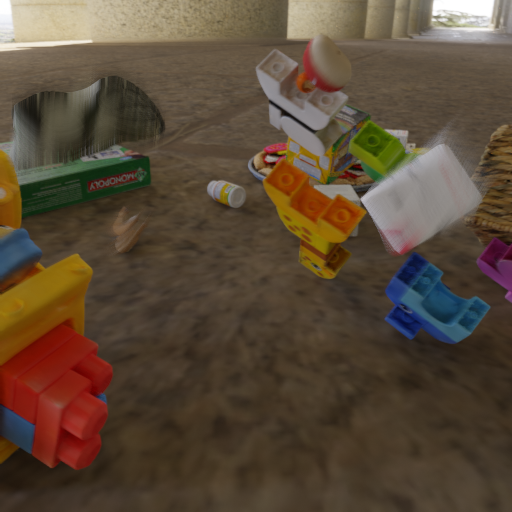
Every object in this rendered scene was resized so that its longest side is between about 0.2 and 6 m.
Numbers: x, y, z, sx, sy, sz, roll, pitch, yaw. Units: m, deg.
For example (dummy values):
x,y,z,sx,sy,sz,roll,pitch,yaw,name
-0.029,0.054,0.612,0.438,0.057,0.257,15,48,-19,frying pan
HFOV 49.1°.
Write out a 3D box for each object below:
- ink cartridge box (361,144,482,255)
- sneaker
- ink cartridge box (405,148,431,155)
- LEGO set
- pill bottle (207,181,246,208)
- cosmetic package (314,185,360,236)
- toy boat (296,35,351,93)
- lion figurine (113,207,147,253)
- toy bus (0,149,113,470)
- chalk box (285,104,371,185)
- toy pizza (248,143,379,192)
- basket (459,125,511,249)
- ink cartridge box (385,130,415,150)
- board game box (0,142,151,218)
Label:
x,y,z,sx,sy,sz,roll,pitch,yaw,name
1.743,-0.602,5.972,1.011,0.736,0.429,-34,4,8,ink cartridge box
-2.726,-2.017,8.919,1.303,1.131,2.941,-27,0,39,sneaker
4.147,-2.357,13.201,0.897,0.211,0.887,-12,28,-19,ink cartridge box
1.516,-0.296,7.112,4.651,1.908,1.774,38,76,14,LEGO set
-0.576,-1.182,10.520,0.407,0.407,0.732,-22,33,-38,pill bottle
1.326,-0.764,9.368,0.654,0.650,0.782,-1,27,-3,cosmetic package
0.756,-2.235,6.799,0.637,0.636,0.974,-39,16,26,toy boat
-2.077,-0.400,8.881,0.567,0.335,0.926,-52,31,-1,lion figurine
-2.214,0.508,4.576,2.594,2.702,1.833,24,30,16,toy bus
1.520,-2.374,11.147,1.064,1.059,1.710,32,49,24,chalk box
1.473,-2.143,12.361,3.300,0.523,3.300,0,26,0,toy pizza
4.157,-0.640,7.152,2.406,1.717,1.792,22,-4,41,basket
3.528,-2.976,14.283,1.071,0.360,0.627,7,27,14,ink cartridge box
-4.829,-1.551,10.977,4.565,0.665,3.072,-22,33,-37,board game box
